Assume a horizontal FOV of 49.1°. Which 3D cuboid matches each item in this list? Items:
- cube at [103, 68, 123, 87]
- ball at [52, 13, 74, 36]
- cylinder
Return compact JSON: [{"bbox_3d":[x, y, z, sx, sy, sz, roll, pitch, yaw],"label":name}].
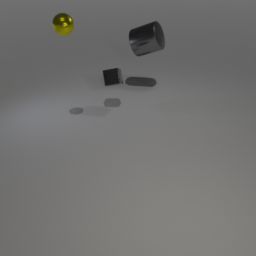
[{"bbox_3d":[-0.659,-2.236,12.397,0.700,0.700,0.700,-7,6,11],"label":"cube"},{"bbox_3d":[-2.122,-3.389,9.170,0.700,0.700,0.700,0,29,0],"label":"ball"},{"bbox_3d":[0.961,-4.433,14.005,1.400,1.400,1.400,-9,23,28],"label":"cylinder"}]
